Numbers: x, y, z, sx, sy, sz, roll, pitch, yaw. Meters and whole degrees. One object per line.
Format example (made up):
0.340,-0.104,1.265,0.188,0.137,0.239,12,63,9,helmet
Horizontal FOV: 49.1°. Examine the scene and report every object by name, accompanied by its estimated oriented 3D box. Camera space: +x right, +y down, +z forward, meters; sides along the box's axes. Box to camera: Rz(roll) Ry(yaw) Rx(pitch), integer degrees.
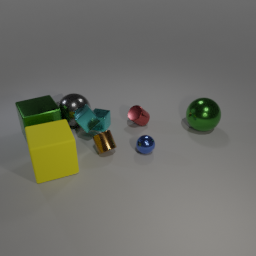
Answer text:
3.081,-0.547,11.462,1.400,1.400,1.400,0,32,0,ball
-2.260,-0.763,11.807,1.400,1.400,1.400,0,32,0,ball
0.649,0.603,10.284,0.700,0.700,0.700,0,32,0,ball
-1.577,-0.374,10.717,0.700,0.700,0.700,-40,27,-1,cube
-2.537,0.745,9.367,1.400,1.400,1.400,-12,35,-19,cube
-1.175,-0.335,11.790,0.700,0.700,0.700,9,33,15,cube
-0.855,0.511,10.199,0.700,0.700,0.700,-22,-2,-1,cylinder
0.462,-0.519,11.844,0.700,0.700,0.700,30,-1,39,cylinder
-3.195,-1.058,12.849,0.700,0.700,0.700,-21,36,-14,cube
-3.454,-0.284,11.016,1.400,1.400,1.400,-17,36,-24,cube
